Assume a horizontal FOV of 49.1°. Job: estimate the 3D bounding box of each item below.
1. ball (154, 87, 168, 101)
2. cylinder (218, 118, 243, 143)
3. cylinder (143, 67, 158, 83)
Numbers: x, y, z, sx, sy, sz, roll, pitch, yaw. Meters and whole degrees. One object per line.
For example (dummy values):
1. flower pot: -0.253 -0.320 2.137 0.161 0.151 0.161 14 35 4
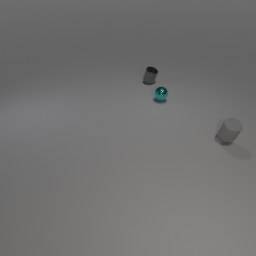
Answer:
1. ball: 1.665 -1.724 14.022 0.700 0.700 0.700 0 31 0
2. cylinder: 3.883 0.083 10.663 0.700 0.700 0.700 5 49 -6
3. cylinder: 1.287 -3.026 15.990 0.700 0.700 0.700 10 45 -10
